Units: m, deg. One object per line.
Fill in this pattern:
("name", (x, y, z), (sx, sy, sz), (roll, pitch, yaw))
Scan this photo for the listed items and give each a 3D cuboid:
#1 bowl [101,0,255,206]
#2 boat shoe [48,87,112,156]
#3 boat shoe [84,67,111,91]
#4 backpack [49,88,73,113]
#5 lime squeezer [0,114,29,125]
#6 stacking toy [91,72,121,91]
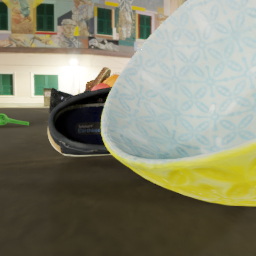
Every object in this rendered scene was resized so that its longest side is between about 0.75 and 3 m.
("bowl", (1.335, -0.386, 2.574), (1.576, 2.930, 2.930), (45, -17, -24))
("boat shoe", (0.291, -0.142, 3.946), (2.939, 1.096, 0.915), (-6, -11, -3))
("boat shoe", (-1.413, -1.624, 11.204), (0.685, 2.028, 0.730), (40, 22, 10))
("backpack", (-3.653, -1.407, 16.494), (1.876, 1.530, 1.442), (5, -10, -18))
("lime squeezer", (-4.615, -0.199, 9.629), (2.209, 0.417, 0.780), (-1, 36, -27))
("stacking toy", (-1.113, -0.748, 10.075), (2.702, 1.974, 1.974), (-23, 15, -26))
